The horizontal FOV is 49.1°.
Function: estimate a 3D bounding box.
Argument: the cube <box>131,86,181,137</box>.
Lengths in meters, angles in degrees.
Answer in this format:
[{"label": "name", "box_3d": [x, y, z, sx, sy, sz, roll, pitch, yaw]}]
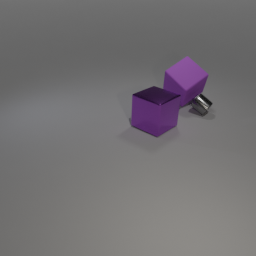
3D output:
[{"label": "cube", "box_3d": [1.106, -0.714, 11.288, 1.400, 1.400, 1.400, 25, 36, 35]}]

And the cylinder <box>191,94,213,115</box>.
[{"label": "cylinder", "box_3d": [3.284, -1.054, 12.461, 0.700, 0.700, 0.700, 43, 42, 11]}]

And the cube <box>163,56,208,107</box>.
[{"label": "cube", "box_3d": [2.644, -2.157, 13.075, 1.400, 1.400, 1.400, -35, 67, -14]}]
